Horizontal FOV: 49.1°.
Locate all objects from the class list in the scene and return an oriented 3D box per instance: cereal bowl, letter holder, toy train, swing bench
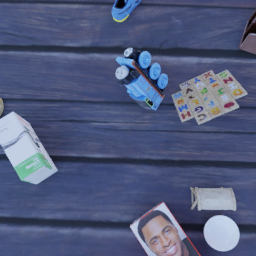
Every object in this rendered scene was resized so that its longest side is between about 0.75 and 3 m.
[{"bbox_3d":[3.076,3.493,9.331,1.119,0.466,1.119,-2,70,6],"label":"cereal bowl"},{"bbox_3d":[5.955,-3.548,10.403,2.731,1.941,1.373,21,77,5],"label":"letter holder"},{"bbox_3d":[0.476,-1.685,9.739,1.041,2.402,1.372,23,79,42],"label":"toy train"},{"bbox_3d":[2.778,2.334,9.292,1.180,1.186,0.770,1,75,0],"label":"swing bench"}]

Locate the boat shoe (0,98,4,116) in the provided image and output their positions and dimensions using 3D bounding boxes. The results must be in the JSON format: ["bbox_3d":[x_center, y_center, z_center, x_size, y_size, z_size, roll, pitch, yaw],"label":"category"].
[{"bbox_3d":[-4.973,-0.603,10.453,0.451,0.385,1.229,1,76,0],"label":"boat shoe"}]

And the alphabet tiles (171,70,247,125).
[{"bbox_3d":[2.665,-1.144,9.603,2.194,0.083,2.636,-23,34,12],"label":"alphabet tiles"}]

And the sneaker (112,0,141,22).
[{"bbox_3d":[0.065,-5.384,11.445,0.728,0.866,2.208,29,76,9],"label":"sneaker"}]

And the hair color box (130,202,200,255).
[{"bbox_3d":[1.364,3.946,9.056,1.391,0.839,2.740,-34,78,-7],"label":"hair color box"}]

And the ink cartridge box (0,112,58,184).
[{"bbox_3d":[-3.478,0.711,9.500,0.913,1.586,2.173,-33,78,-8],"label":"ink cartridge box"}]
